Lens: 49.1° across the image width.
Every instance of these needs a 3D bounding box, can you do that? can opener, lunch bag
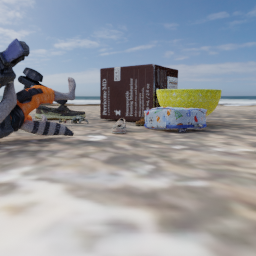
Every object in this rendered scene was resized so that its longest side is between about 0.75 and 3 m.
[{"bbox_3d":[-3.047,-1.385,10.022,1.923,0.756,0.610,34,28,0],"label":"can opener"},{"bbox_3d":[1.445,-0.279,8.437,1.452,0.685,1.813,-1,4,-31],"label":"lunch bag"}]

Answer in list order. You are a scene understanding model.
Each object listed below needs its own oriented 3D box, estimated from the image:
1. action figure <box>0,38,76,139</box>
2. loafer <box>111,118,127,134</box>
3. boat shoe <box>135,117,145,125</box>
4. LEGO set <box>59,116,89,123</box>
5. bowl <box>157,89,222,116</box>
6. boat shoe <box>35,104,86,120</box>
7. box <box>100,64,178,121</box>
[{"bbox_3d":[-2.297,-0.394,5.576,2.987,1.562,2.889,-25,-7,41],"label":"action figure"},{"bbox_3d":[-0.238,-0.065,7.749,0.410,0.359,1.140,0,6,4],"label":"loafer"},{"bbox_3d":[0.554,-0.254,9.963,0.328,0.310,0.911,4,7,35],"label":"boat shoe"},{"bbox_3d":[-2.100,-0.367,10.938,1.236,0.350,0.802,1,6,5],"label":"LEGO set"},{"bbox_3d":[2.226,-0.776,10.354,2.358,1.269,2.358,0,5,0],"label":"bowl"},{"bbox_3d":[-3.098,-0.760,12.928,2.293,0.743,0.839,-1,6,-15],"label":"boat shoe"},{"bbox_3d":[0.509,-1.480,12.303,2.751,2.282,2.259,4,7,35],"label":"box"}]
